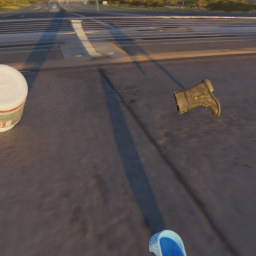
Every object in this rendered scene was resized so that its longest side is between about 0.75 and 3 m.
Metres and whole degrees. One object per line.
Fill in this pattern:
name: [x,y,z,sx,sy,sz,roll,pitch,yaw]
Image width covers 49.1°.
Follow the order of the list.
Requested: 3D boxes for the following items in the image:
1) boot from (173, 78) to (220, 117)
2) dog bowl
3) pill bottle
boot: [2.188,-0.790,9.038,1.284,1.475,0.511,-27,20,1]
dog bowl: [0.643,1.981,4.197,0.528,0.235,0.947,9,43,-19]
pill bottle: [-3.464,-0.689,7.613,1.231,1.231,2.124,-17,-11,-30]
